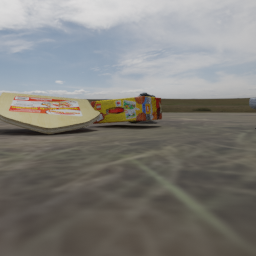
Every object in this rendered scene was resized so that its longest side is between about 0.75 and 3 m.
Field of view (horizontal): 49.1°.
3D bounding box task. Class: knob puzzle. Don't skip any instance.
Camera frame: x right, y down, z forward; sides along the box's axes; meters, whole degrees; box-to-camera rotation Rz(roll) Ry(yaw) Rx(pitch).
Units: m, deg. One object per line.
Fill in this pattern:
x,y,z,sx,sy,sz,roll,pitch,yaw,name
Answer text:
-1.866,-0.268,6.430,2.732,0.379,2.732,9,18,-3,knob puzzle

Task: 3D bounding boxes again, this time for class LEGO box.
-0.034,-0.504,8.150,1.696,0.654,1.263,-3,2,31,LEGO box

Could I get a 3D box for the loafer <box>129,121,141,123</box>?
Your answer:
0.456,-0.502,9.887,1.156,0.412,0.422,-14,41,-13,loafer

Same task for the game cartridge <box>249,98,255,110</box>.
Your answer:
4.682,-0.507,7.137,2.511,0.521,1.672,3,13,-15,game cartridge

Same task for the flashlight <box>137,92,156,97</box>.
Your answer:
0.618,-0.974,11.754,1.001,0.997,2.946,-43,7,2,flashlight
